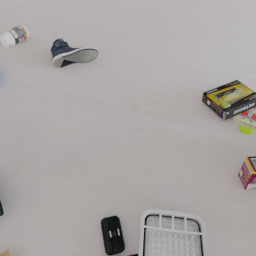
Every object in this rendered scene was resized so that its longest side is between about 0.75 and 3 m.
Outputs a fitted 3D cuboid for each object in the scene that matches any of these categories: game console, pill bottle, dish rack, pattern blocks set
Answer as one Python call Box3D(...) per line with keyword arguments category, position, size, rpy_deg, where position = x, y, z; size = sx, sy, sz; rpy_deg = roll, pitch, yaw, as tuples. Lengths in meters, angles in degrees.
Box3D(category="game console", position=(-0.212, 2.606, 6.021), size=(0.909, 0.186, 1.541), rpy_deg=(-8, 47, -9))
Box3D(category="pill bottle", position=(-4.915, -3.972, 12.109), size=(0.637, 0.637, 1.095), rpy_deg=(29, 53, 25))
Box3D(category="dish rack", position=(0.919, 2.588, 5.846), size=(1.447, 0.367, 1.687), rpy_deg=(8, 46, -1))
Box3D(category="pattern blocks set", position=(3.877, -0.371, 8.940), size=(1.711, 0.139, 1.504), rpy_deg=(13, 47, 13))

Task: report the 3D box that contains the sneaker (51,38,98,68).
Box3D(category="sneaker", position=(-2.202, -3.149, 11.258), size=(1.815, 0.690, 1.311), rpy_deg=(-14, 50, -12))

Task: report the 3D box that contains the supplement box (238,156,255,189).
Box3D(category="supplement box", position=(3.131, 1.130, 7.048), size=(0.389, 0.755, 0.494), rpy_deg=(-4, 46, -4))

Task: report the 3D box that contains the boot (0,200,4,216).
Box3D(category="boot", position=(-3.872, 1.703, 6.513), size=(1.513, 0.688, 1.801), rpy_deg=(-24, 44, -26))

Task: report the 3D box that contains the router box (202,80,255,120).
Box3D(category="router box", position=(3.372, -0.948, 9.170), size=(1.459, 0.381, 1.147), rpy_deg=(-22, 47, -16))

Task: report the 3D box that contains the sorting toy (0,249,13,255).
Box3D(category="sorting toy", position=(-2.761, 2.916, 5.711), size=(0.912, 0.182, 1.233), rpy_deg=(-29, 55, -19))
